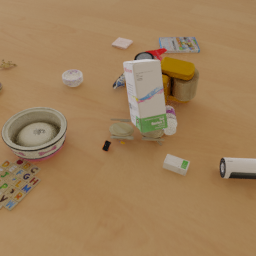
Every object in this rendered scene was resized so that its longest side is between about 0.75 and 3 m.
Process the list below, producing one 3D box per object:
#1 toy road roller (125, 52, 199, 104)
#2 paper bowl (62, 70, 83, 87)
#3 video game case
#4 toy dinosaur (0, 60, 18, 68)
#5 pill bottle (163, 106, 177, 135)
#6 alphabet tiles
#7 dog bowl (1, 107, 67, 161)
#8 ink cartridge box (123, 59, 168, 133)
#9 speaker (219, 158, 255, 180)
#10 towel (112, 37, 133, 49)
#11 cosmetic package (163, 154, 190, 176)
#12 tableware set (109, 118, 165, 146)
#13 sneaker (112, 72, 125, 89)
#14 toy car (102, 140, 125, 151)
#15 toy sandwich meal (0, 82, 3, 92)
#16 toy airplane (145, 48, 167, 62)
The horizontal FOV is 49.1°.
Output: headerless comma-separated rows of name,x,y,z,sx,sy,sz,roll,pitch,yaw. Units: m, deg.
toy road roller,1.275,-1.608,11.518,2.926,1.798,2.136,15,62,15
paper bowl,-2.552,-2.267,12.972,0.938,0.488,0.938,0,45,0
video game case,2.815,-4.612,15.516,2.058,0.183,1.473,-1,45,-1
toy dinosaur,-6.156,-3.137,13.952,1.156,0.336,0.584,-22,51,-21
pill bottle,1.567,-0.285,10.911,0.638,0.638,1.136,-1,45,-1
alphabet tiles,-3.939,1.822,9.225,1.664,0.063,1.999,24,50,22
dog bowl,-3.312,0.251,10.205,2.261,0.834,2.261,1,43,-1
ink cartridge box,0.562,-1.163,9.506,0.939,2.236,1.619,-11,16,-9
speaker,3.985,1.346,9.253,1.728,0.702,0.702,3,45,2
towel,-0.323,-4.719,15.643,0.912,0.154,0.955,19,48,19
cosmetic package,1.650,1.258,9.591,0.807,0.342,0.434,18,50,15
tableware set,0.315,0.206,10.611,2.054,0.412,1.358,3,33,-5
sneaker,-0.296,-2.115,12.806,0.453,0.445,1.175,44,48,-7
toy car,-0.554,0.668,10.336,0.841,0.412,0.280,5,-1,-18
toy sandwich meal,-6.562,-1.824,12.430,1.849,0.633,1.849,0,45,0
toy airplane,1.750,-3.240,13.935,2.688,0.494,2.688,0,46,0
